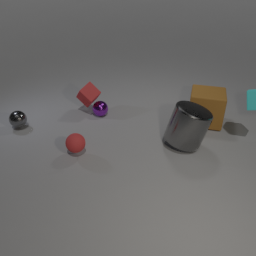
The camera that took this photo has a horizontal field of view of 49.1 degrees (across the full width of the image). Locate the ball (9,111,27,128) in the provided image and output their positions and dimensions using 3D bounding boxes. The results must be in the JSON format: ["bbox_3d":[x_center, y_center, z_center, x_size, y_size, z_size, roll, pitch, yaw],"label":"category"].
[{"bbox_3d":[-4.516,-0.365,11.495,0.700,0.700,0.700,0,32,0],"label":"ball"}]

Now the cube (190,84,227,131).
[{"bbox_3d":[3.309,-0.889,11.806,1.400,1.400,1.400,8,31,12],"label":"cube"}]

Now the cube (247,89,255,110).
[{"bbox_3d":[4.657,-1.022,10.031,0.700,0.700,0.700,0,10,27],"label":"cube"}]

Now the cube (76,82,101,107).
[{"bbox_3d":[-1.734,-1.466,12.315,0.700,0.700,0.700,44,62,-5],"label":"cube"}]

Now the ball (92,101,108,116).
[{"bbox_3d":[-1.235,-0.867,12.499,0.700,0.700,0.700,0,32,0],"label":"ball"}]

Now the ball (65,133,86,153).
[{"bbox_3d":[-1.856,0.530,9.905,0.700,0.700,0.700,0,32,0],"label":"ball"}]

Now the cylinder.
[{"bbox_3d":[2.191,-0.077,10.245,1.400,1.400,1.400,14,29,-8],"label":"cylinder"}]
